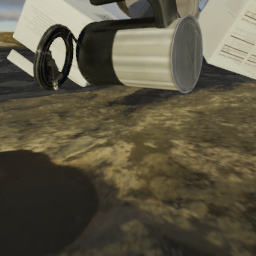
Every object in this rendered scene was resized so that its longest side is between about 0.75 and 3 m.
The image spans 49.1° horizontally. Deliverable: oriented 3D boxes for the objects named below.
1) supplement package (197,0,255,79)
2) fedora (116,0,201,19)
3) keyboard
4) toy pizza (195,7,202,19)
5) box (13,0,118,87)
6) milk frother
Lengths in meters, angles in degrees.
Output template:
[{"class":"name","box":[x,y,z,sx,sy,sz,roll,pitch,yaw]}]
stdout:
[{"class":"supplement package","box":[2.794,-2.558,6.415,1.595,2.117,1.606,12,41,-20]},{"class":"fedora","box":[0.673,-2.366,4.964,1.878,0.959,2.123,5,-22,-24]},{"class":"keyboard","box":[-3.001,-1.835,8.509,1.306,0.367,0.070,36,26,-24]},{"class":"toy pizza","box":[1.225,-3.118,8.886,2.374,2.374,0.376,22,-14,45]},{"class":"box","box":[-1.566,-3.080,9.296,2.848,1.862,2.834,36,25,4]},{"class":"milk frother","box":[-0.105,-0.918,3.675,1.582,1.518,1.682,10,59,34]}]
